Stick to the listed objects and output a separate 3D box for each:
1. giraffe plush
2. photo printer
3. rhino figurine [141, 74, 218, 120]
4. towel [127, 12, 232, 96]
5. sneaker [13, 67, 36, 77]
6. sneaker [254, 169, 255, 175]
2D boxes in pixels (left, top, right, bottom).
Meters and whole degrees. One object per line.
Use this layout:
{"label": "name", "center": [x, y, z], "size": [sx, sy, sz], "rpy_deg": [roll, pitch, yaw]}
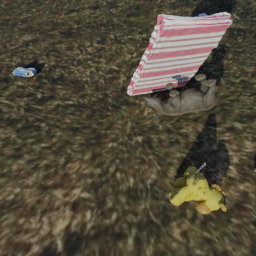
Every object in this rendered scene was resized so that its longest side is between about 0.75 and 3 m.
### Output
{"label": "giraffe plush", "center": [1.651, 1.456, 6.233], "size": [0.999, 1.232, 1.063], "rpy_deg": [41, 39, -2]}
{"label": "photo printer", "center": [2.876, -3.432, 10.159], "size": [0.441, 1.269, 1.056], "rpy_deg": [-28, 79, 15]}
{"label": "rhino figurine", "center": [1.420, -0.764, 7.941], "size": [2.306, 1.008, 0.689], "rpy_deg": [-13, 45, 24]}
{"label": "towel", "center": [1.301, -1.982, 7.882], "size": [2.149, 2.937, 0.439], "rpy_deg": [-12, 66, -23]}
{"label": "sneaker", "center": [-3.573, -1.918, 9.650], "size": [0.771, 0.292, 0.297], "rpy_deg": [-6, 37, -2]}
{"label": "sneaker", "center": [3.382, 1.344, 6.600], "size": [0.432, 0.427, 1.089], "rpy_deg": [-54, 34, -1]}
